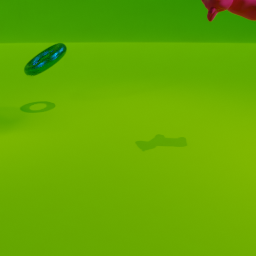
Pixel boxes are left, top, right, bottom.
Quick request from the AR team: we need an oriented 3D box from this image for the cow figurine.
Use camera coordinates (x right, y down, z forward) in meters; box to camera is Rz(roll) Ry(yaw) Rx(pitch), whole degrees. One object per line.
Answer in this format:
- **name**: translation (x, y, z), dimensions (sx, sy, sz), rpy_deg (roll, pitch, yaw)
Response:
- **cow figurine**: translation (2.007, -2.302, 5.081), dimensions (1.288, 0.707, 1.267), rpy_deg (28, 50, 4)

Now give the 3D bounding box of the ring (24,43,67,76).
- **ring**: translation (-2.843, -2.365, 9.641), dimensions (1.692, 0.338, 1.692), rpy_deg (-24, 32, 16)
